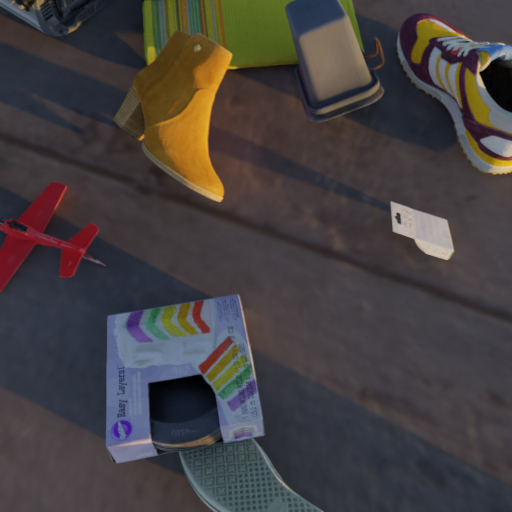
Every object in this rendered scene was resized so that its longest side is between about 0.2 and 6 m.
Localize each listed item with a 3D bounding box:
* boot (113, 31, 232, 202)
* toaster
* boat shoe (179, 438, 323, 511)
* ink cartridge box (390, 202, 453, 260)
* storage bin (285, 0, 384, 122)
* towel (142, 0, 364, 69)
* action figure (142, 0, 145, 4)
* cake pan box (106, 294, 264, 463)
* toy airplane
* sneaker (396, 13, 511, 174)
[{"bbox_3d":[-0.955,-2.267,8.564,2.746,0.966,1.966,44,100,29],"label":"boot"},{"bbox_3d":[-3.725,-5.403,9.864,2.166,1.906,3.354,29,60,10],"label":"toaster"},{"bbox_3d":[0.019,2.884,6.544,2.521,0.785,0.940,31,53,30],"label":"boat shoe"},{"bbox_3d":[2.385,-0.374,8.221,0.934,0.267,0.759,14,41,-3],"label":"ink cartridge box"},{"bbox_3d":[1.182,-3.278,8.788,1.438,1.327,1.976,-18,40,11],"label":"storage bin"},{"bbox_3d":[-0.089,-4.096,10.297,3.924,0.354,1.689,-5,69,-4],"label":"towel"},{"bbox_3d":[-1.754,-5.382,10.845,0.890,0.475,1.368,13,61,14],"label":"action figure"},{"bbox_3d":[-0.947,1.518,7.110,1.852,0.526,2.011,-9,48,-2],"label":"cake pan box"},{"bbox_3d":[-3.191,-0.232,8.314,2.019,0.371,2.019,0,65,1],"label":"toy airplane"},{"bbox_3d":[3.509,-3.059,9.053,1.288,1.549,3.437,-22,66,-10],"label":"sneaker"}]
